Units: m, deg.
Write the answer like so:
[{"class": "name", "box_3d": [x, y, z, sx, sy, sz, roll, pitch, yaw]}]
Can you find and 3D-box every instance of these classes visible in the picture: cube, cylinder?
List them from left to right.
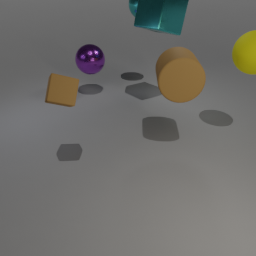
[{"class": "cube", "box_3d": [-1.706, -0.948, 7.193, 0.700, 0.700, 0.700, 10, -1, -20]}, {"class": "cube", "box_3d": [1.294, -4.547, 11.040, 1.400, 1.400, 1.400, -5, 24, -42]}, {"class": "cylinder", "box_3d": [1.597, -1.694, 8.795, 1.400, 1.400, 1.400, 1, 29, 2]}]

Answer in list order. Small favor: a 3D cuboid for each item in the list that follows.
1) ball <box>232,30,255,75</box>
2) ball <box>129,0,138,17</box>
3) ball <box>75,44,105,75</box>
[{"class": "ball", "box_3d": [4.141, -2.456, 9.137, 1.400, 1.400, 1.400, 0, 29, 0]}, {"class": "ball", "box_3d": [0.725, -5.719, 12.897, 1.400, 1.400, 1.400, 0, 29, 0]}, {"class": "ball", "box_3d": [-1.784, -3.234, 13.221, 1.400, 1.400, 1.400, 0, 29, 0]}]
